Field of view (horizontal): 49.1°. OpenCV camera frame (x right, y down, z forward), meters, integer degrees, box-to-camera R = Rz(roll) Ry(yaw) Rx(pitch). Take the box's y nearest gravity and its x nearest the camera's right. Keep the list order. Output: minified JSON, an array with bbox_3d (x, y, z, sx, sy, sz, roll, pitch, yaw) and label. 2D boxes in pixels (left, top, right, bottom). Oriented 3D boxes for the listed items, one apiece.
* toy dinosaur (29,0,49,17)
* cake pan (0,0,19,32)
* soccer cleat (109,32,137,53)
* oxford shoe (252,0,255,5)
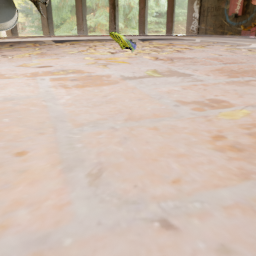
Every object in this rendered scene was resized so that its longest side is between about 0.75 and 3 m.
[{"bbox_3d":[-2.583,-3.772,7.583,0.832,0.626,1.627,22,-15,16],"label":"toy dinosaur"},{"bbox_3d":[-3.666,-3.274,7.608,1.348,1.348,0.247,-15,-10,-32],"label":"cake pan"},{"bbox_3d":[-0.202,-2.780,9.085,1.004,0.420,0.324,27,8,0],"label":"soccer cleat"},{"bbox_3d":[2.746,-2.587,4.577,1.054,1.011,2.855,18,16,14],"label":"oxford shoe"}]
